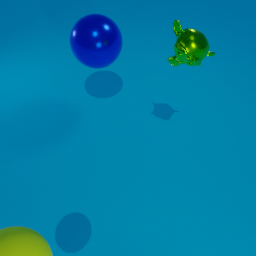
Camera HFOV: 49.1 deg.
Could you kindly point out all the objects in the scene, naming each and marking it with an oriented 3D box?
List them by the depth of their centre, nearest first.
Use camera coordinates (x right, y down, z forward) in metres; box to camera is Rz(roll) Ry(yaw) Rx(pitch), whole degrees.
[{"bbox_3d":[-1.152,1.395,2.771,0.799,0.799,0.799,0,48,0],"label":"ball"},{"bbox_3d":[1.097,-1.464,5.179,1.044,0.751,0.629,32,74,-21],"label":"monkey head"},{"bbox_3d":[-0.792,-2.162,7.024,1.313,1.313,1.313,0,48,0],"label":"ball"}]
